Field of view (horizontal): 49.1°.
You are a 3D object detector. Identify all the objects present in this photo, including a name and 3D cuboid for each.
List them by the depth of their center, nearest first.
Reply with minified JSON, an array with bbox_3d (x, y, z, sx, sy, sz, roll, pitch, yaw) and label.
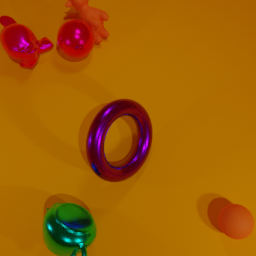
[{"bbox_3d":[-1.337,2.203,6.060,1.896,1.179,0.928,45,114,42],"label":"teapot"},{"bbox_3d":[2.431,2.104,6.310,0.763,0.763,0.763,0,69,0],"label":"ball"},{"bbox_3d":[-0.140,0.301,6.504,0.394,1.971,1.971,14,65,44],"label":"ring"},{"bbox_3d":[-1.421,-2.438,7.682,1.027,1.027,1.027,0,69,0],"label":"ball"},{"bbox_3d":[-2.810,-2.424,7.816,1.334,1.118,1.855,-33,63,-20],"label":"monkey head"},{"bbox_3d":[-1.161,-3.215,8.040,1.281,1.302,0.715,36,65,19],"label":"cow figurine"}]
